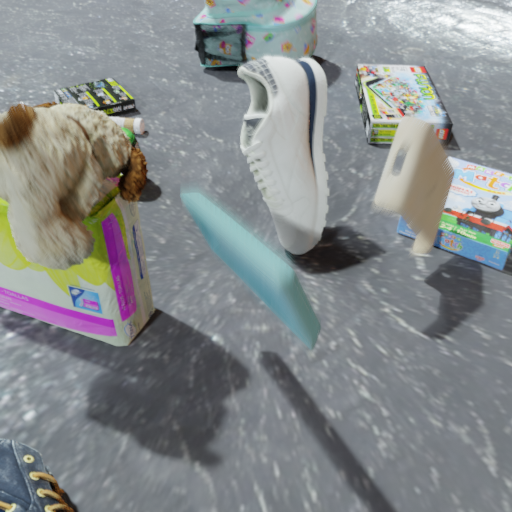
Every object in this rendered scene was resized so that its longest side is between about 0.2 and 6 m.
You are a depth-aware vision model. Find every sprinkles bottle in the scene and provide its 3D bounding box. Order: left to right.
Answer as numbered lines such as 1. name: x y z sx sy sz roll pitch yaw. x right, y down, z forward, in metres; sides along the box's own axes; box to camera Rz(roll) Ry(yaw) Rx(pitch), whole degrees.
1. sprinkles bottle: -3.254 -3.133 13.425 1.091 0.372 0.372 5 40 6

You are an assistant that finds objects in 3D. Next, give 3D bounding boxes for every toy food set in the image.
1. toy food set: 2.402 -1.010 8.567 0.586 1.939 1.391 13 77 37

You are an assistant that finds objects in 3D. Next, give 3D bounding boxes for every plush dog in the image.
1. plush dog: -2.300 -1.209 6.496 2.174 1.745 1.868 37 37 6

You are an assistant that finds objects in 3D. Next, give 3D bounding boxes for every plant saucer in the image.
1. plant saucer: -0.134 0.006 6.305 0.263 0.968 2.768 -34 32 -9

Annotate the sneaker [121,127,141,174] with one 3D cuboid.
1. sneaker: -3.893 -2.239 11.449 3.242 1.381 1.265 4 40 0

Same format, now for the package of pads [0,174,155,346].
1. package of pads: -3.250 -0.253 8.254 3.326 2.570 1.134 14 41 17

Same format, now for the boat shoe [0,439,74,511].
1. boat shoe: -2.296 2.732 5.855 2.898 1.025 1.316 7 45 12

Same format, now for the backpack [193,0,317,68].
1. backpack: 0.148 -6.787 16.082 3.321 2.546 2.919 15 46 12

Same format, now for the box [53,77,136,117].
1. box: -4.184 -4.023 14.485 1.647 0.405 1.705 -20 43 -25

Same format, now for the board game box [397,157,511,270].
1. board game box: 4.132 -0.923 10.699 1.946 0.471 2.573 23 44 26

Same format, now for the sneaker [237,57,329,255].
1. sneaker: 0.377 -1.592 9.406 1.328 3.298 1.260 -13 16 -31

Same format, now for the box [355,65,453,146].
1. box: 3.605 -3.896 14.156 1.903 0.600 3.458 2 40 2
